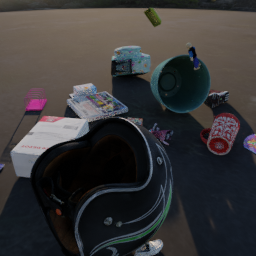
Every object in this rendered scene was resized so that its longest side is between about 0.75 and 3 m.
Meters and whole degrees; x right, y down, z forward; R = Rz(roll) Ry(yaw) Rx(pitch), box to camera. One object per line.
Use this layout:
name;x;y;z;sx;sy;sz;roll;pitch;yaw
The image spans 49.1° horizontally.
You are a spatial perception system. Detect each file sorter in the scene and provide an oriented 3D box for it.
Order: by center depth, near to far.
file sorter;-4.408;-1.384;13.351;0.768;0.693;1.105;-2;30;-2

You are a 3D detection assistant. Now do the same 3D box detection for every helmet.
helmet;-0.384;1.331;6.295;2.815;2.952;2.952;-26;38;-31

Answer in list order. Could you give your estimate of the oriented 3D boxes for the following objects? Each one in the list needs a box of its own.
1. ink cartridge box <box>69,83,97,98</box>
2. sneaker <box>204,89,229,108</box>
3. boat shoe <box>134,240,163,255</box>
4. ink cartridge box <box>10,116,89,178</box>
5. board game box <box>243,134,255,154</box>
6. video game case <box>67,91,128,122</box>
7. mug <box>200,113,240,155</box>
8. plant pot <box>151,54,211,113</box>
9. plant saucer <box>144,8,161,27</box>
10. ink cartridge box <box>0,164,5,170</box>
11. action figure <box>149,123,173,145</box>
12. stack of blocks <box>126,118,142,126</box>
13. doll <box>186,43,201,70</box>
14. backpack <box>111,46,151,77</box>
ink cartridge box;-2.356;-1.915;14.537;1.281;0.434;0.737;-15;33;-25
sneaker;3.991;-1.483;13.665;1.882;0.712;1.087;-12;25;-40
boat shoe;0.500;2.788;6.501;0.779;0.270;0.276;-19;35;-29
ink cartridge box;-2.505;0.623;9.517;1.767;1.029;2.427;5;29;9
board game box;5.504;0.597;10.135;1.872;0.461;2.369;-18;35;-28
video game case;-1.487;-1.050;13.212;2.133;0.269;2.341;-16;33;-25
mug;3.400;0.333;10.389;1.009;1.342;1.512;42;42;-2
plant pot;2.193;-2.075;12.964;2.512;2.512;2.016;-7;13;-12
plant saucer;1.123;-4.886;12.293;0.200;0.834;0.833;-43;18;-4
ink cartridge box;-5.645;1.604;8.266;2.794;0.568;2.799;4;30;6
action figure;1.177;0.276;10.811;1.072;0.798;0.718;1;-14;31
stack of blocks;0.022;-0.154;11.578;1.084;0.317;0.624;5;30;10
doll;2.505;-2.783;10.770;0.268;1.106;0.754;-7;41;33
backpack;0.199;-3.962;16.712;2.363;1.811;2.077;3;18;-2
